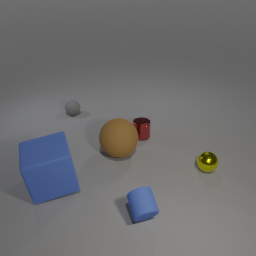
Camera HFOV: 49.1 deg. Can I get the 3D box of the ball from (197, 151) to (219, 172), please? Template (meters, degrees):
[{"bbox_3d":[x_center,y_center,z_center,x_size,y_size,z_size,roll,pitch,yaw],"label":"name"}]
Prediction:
[{"bbox_3d":[2.678,1.135,9.406,0.700,0.700,0.700,0,31,0],"label":"ball"}]

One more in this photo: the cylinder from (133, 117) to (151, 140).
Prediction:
[{"bbox_3d":[0.549,0.021,11.245,0.700,0.700,0.700,0,26,0],"label":"cylinder"}]

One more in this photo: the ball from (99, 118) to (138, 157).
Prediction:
[{"bbox_3d":[-0.334,0.349,10.005,1.400,1.400,1.400,0,31,0],"label":"ball"}]

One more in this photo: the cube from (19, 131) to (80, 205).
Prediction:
[{"bbox_3d":[-2.383,1.172,8.495,1.400,1.400,1.400,-16,34,-13],"label":"cube"}]

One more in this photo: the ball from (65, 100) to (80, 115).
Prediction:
[{"bbox_3d":[-2.554,-0.947,12.909,0.700,0.700,0.700,0,31,0],"label":"ball"}]

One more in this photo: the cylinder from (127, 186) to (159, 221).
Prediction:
[{"bbox_3d":[0.391,2.016,7.447,0.700,0.700,0.700,-10,59,-16],"label":"cylinder"}]
